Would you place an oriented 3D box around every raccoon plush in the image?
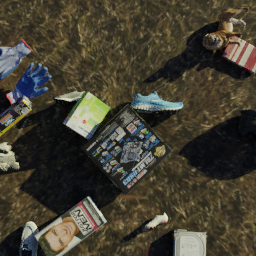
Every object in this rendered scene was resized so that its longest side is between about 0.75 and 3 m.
[{"bbox_3d":[-5.503,1.583,10.836,1.947,1.406,2.906,40,112,11],"label":"raccoon plush"}]

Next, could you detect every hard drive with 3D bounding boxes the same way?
[{"bbox_3d":[2.328,4.869,10.720,1.261,0.341,1.805,4,81,1],"label":"hard drive"}]

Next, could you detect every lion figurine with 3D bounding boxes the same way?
[{"bbox_3d":[4.221,-4.319,12.094,1.497,0.886,2.444,14,65,22],"label":"lion figurine"}]

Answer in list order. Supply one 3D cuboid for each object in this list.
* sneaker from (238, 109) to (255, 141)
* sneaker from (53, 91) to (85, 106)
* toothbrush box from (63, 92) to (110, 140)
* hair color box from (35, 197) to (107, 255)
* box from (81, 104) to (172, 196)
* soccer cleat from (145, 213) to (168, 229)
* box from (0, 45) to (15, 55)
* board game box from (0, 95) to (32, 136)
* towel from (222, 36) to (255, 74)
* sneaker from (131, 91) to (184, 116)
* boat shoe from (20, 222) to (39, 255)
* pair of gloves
[{"bbox_3d":[5.792,0.149,11.287,2.814,1.069,1.277,17,90,10],"label":"sneaker"},{"bbox_3d":[-2.396,-1.261,11.687,1.405,0.519,0.557,-4,68,-12],"label":"sneaker"},{"bbox_3d":[-1.658,-0.501,11.244,1.140,0.674,1.566,36,82,-23],"label":"toothbrush box"},{"bbox_3d":[-2.143,3.817,10.637,2.394,0.726,1.185,-36,78,-7],"label":"hair color box"},{"bbox_3d":[-0.045,0.847,10.995,2.565,0.637,2.546,-44,89,-2],"label":"box"},{"bbox_3d":[1.077,3.635,10.949,0.979,0.339,0.380,-19,76,-10],"label":"soccer cleat"},{"bbox_3d":[-5.218,-3.299,12.021,0.998,0.500,0.374,5,80,0],"label":"box"},{"bbox_3d":[-4.619,-0.449,10.947,1.795,1.484,0.509,-41,115,-5],"label":"board game box"},{"bbox_3d":[5.015,-3.189,12.171,1.615,0.184,1.163,30,80,3],"label":"towel"},{"bbox_3d":[1.223,-1.075,11.488,2.148,0.842,0.966,6,77,1],"label":"sneaker"},{"bbox_3d":[-3.770,4.521,10.619,0.626,0.639,1.793,-3,80,0],"label":"boat shoe"},{"bbox_3d":[-4.591,-2.331,11.628,2.178,0.309,2.709,-37,92,5],"label":"pair of gloves"}]
